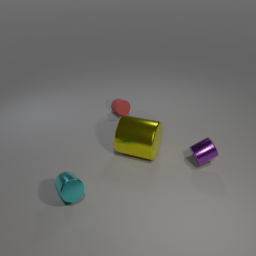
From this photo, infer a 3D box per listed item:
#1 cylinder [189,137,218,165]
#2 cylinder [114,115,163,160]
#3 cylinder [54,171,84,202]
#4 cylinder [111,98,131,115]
[{"bbox_3d":[2.521,0.772,9.321,0.700,0.700,0.700,-28,32,4],"label":"cylinder"},{"bbox_3d":[0.400,0.326,10.046,1.400,1.400,1.400,11,32,18],"label":"cylinder"},{"bbox_3d":[-1.707,1.697,8.134,0.700,0.700,0.700,-16,17,-25],"label":"cylinder"},{"bbox_3d":[-0.337,-0.970,12.799,0.700,0.700,0.700,-13,17,-21],"label":"cylinder"}]
